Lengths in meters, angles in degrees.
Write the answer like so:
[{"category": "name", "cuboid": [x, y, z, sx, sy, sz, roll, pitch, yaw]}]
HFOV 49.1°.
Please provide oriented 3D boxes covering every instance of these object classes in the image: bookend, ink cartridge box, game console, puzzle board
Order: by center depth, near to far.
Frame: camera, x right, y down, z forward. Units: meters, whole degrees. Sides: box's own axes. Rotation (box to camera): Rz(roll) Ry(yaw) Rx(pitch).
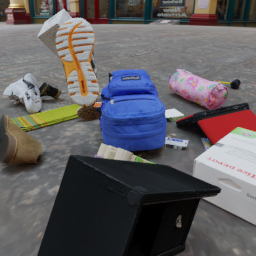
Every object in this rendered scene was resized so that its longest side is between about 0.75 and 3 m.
[{"category": "bookend", "cuboid": [0.035, 1.908, 4.252, 1.213, 2.634, 2.618, 21, 3, 37]}, {"category": "ink cartridge box", "cuboid": [3.014, 1.046, 7.008, 1.818, 1.050, 2.499, 22, 33, 38]}, {"category": "puzzle board", "cuboid": [3.174, 0.561, 9.122, 1.384, 0.120, 1.043, 2, 26, 3]}, {"category": "ink cartridge box", "cuboid": [1.518, 0.508, 9.171, 0.896, 0.176, 0.445, 8, 27, 19]}, {"category": "game console", "cuboid": [3.319, 0.018, 10.004, 2.422, 1.437, 2.087, -11, -6, -23]}, {"category": "ink cartridge box", "cuboid": [1.609, -0.492, 11.162, 1.041, 0.250, 0.757, -10, 27, -20]}]

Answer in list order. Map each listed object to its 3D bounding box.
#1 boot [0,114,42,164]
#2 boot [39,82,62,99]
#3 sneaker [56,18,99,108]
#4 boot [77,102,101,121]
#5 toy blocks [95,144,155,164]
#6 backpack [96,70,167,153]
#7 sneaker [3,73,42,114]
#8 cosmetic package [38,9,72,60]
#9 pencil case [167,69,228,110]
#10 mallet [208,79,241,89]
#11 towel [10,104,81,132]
[{"category": "boot", "cuboid": [-3.559, 0.402, 8.842, 1.104, 1.077, 2.926, 16, 11, -36]}, {"category": "boot", "cuboid": [-3.755, -1.571, 13.027, 0.919, 1.220, 0.446, 20, 44, -41]}, {"category": "sneaker", "cuboid": [-1.299, -1.699, 7.477, 1.003, 2.562, 0.989, -6, -11, -2]}, {"category": "boot", "cuboid": [-1.409, -0.718, 11.351, 1.601, 0.601, 0.859, -8, 21, -32]}, {"category": "toy blocks", "cuboid": [0.039, 1.507, 5.871, 2.005, 1.806, 2.145, 23, -6, -18]}, {"category": "backpack", "cuboid": [0.047, -0.552, 9.040, 2.215, 2.288, 2.726, -8, 29, 1]}, {"category": "sneaker", "cuboid": [-4.561, -1.299, 12.144, 1.337, 0.874, 2.326, -25, 51, 6]}, {"category": "cosmetic package", "cuboid": [-2.732, -3.878, 11.740, 1.183, 1.414, 1.176, -21, 43, 29]}, {"category": "pencil case", "cuboid": [3.104, -1.822, 12.819, 1.282, 1.282, 2.933, -13, 29, -25]}, {"category": "mallet", "cuboid": [5.058, -2.495, 15.266, 2.090, 0.430, 0.688, 15, 30, 36]}, {"category": "towel", "cuboid": [-3.096, -0.487, 11.142, 2.980, 0.269, 1.283, -18, 32, -33]}]
